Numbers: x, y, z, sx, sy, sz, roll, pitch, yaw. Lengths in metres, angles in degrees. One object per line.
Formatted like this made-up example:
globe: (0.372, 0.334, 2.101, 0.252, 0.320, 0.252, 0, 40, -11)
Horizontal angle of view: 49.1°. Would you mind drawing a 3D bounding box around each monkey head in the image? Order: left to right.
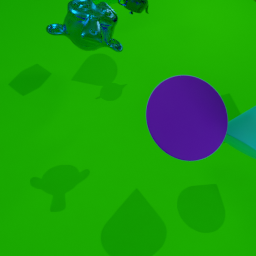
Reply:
monkey head: (-0.669, -1.636, 4.816, 1.426, 0.859, 1.026, 10, 55, -18)

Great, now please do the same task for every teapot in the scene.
teapot: (0.191, -3.153, 7.131, 1.051, 0.514, 0.653, -4, 40, -37)

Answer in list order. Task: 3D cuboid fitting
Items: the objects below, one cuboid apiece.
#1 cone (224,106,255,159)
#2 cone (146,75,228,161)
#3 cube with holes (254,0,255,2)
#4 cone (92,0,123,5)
cone: (2.534, -0.122, 5.567, 1.160, 1.160, 1.165, 32, 89, 19)
cone: (0.829, -0.061, 5.228, 1.429, 1.434, 1.429, 2, 80, -12)
cube with holes: (3.391, -3.274, 5.840, 1.374, 1.374, 1.374, 17, 27, -32)
cone: (-0.693, -3.643, 7.570, 1.383, 1.378, 1.378, -40, 64, 3)
